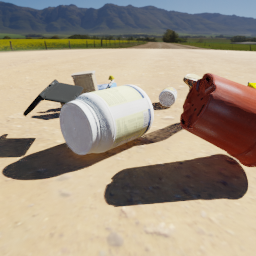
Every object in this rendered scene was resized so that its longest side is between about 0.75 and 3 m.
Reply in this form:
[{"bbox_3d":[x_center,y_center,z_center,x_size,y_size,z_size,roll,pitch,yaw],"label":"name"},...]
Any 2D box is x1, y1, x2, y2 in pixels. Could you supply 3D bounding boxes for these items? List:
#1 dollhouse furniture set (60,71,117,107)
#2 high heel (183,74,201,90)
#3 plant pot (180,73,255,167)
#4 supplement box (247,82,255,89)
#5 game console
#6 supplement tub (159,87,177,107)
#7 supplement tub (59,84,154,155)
[{"bbox_3d":[-1.950,-2.185,13.633,2.239,1.548,2.372,-3,26,17],"label":"dollhouse furniture set"},{"bbox_3d":[2.414,-1.115,10.524,2.301,1.640,0.821,5,33,-48],"label":"high heel"},{"bbox_3d":[2.694,-0.334,7.488,2.114,2.174,2.174,22,17,-11],"label":"plant pot"},{"bbox_3d":[5.792,-1.003,11.531,1.359,1.350,2.481,4,20,10],"label":"supplement box"},{"bbox_3d":[-2.510,-0.936,9.568,0.998,1.509,1.715,42,22,-15],"label":"game console"},{"bbox_3d":[1.999,-1.569,13.860,0.833,0.833,1.152,5,21,14],"label":"supplement tub"},{"bbox_3d":[-0.635,-0.294,8.840,1.863,1.863,2.569,18,27,40],"label":"supplement tub"}]
